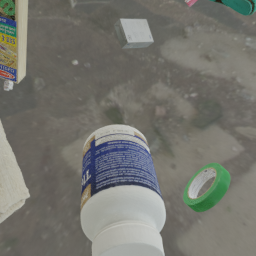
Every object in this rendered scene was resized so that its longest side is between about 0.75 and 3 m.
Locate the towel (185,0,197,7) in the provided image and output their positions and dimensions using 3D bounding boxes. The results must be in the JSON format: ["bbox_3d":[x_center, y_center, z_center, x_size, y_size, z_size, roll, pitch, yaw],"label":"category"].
[{"bbox_3d":[1.714,-3.388,5.927,1.520,2.077,0.311,-23,84,23],"label":"towel"}]

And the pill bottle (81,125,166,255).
[{"bbox_3d":[-0.086,0.802,3.364,0.948,0.948,1.709,-6,36,-3],"label":"pill bottle"}]

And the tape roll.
[{"bbox_3d":[1.199,0.906,4.320,0.193,0.803,0.803,40,65,-9],"label":"tape roll"}]

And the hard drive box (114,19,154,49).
[{"bbox_3d":[0.170,-2.577,7.642,0.908,0.349,0.708,-13,83,-33],"label":"hard drive box"}]

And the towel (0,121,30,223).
[{"bbox_3d":[-2.474,0.260,4.699,0.455,1.750,2.641,-21,89,-6],"label":"towel"}]

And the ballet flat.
[{"bbox_3d":[2.767,-3.944,7.927,0.818,0.782,2.323,-40,64,-18],"label":"ballet flat"}]

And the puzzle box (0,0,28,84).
[{"bbox_3d":[-3.165,-2.025,4.831,2.830,1.883,0.360,18,42,-3],"label":"puzzle box"}]

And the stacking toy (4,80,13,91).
[{"bbox_3d":[-2.858,-1.391,5.757,0.920,0.287,1.220,5,83,-44],"label":"stacking toy"}]
